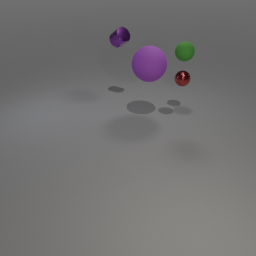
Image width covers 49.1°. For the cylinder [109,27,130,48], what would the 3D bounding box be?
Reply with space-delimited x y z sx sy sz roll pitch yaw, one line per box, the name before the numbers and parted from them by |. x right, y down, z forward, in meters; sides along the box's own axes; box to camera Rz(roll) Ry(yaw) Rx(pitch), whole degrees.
cylinder | -0.367 -4.055 12.540 0.700 0.700 0.700 -23 6 -35

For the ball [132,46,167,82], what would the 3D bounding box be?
ball | 0.847 -2.536 11.117 1.400 1.400 1.400 0 29 0

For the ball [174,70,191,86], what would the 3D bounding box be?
ball | 2.413 -2.192 12.405 0.700 0.700 0.700 0 29 0

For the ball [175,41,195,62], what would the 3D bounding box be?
ball | 2.051 -2.759 10.104 0.700 0.700 0.700 0 29 0
